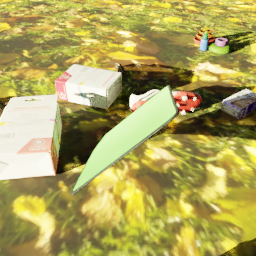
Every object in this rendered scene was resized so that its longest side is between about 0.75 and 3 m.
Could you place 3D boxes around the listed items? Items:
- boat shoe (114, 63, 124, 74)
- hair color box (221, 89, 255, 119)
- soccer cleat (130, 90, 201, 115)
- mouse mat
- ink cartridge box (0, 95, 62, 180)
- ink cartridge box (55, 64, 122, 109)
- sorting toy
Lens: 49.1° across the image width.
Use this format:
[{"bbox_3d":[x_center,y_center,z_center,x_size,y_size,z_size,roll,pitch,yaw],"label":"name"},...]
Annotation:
[{"bbox_3d":[-0.306,-2.545,11.862,0.327,0.326,0.883,-6,36,-18],"label":"boat shoe"},{"bbox_3d":[3.866,-0.838,9.465,1.310,0.424,0.716,-26,44,-28],"label":"hair color box"},{"bbox_3d":[1.211,-0.922,9.276,2.387,0.819,1.017,-10,41,-6],"label":"soccer cleat"},{"bbox_3d":[0.008,0.060,5.911,2.402,0.112,2.986,-38,10,15],"label":"mouse mat"},{"bbox_3d":[-2.688,0.119,7.758,1.547,0.896,2.656,-3,38,-4],"label":"ink cartridge box"},{"bbox_3d":[-1.359,-1.508,10.005,1.960,0.839,1.446,14,39,15],"label":"ink cartridge box"},{"bbox_3d":[4.153,-4.434,13.932,1.293,0.883,2.151,-23,43,-28],"label":"sorting toy"}]
